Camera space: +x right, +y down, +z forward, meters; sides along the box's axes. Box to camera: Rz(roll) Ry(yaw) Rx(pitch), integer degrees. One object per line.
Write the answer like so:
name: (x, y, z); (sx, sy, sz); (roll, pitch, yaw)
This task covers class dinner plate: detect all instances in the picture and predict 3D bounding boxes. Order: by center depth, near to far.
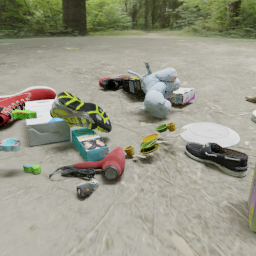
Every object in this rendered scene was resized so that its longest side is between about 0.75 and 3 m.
dinner plate: (2.887, 0.153, 9.978); (2.097, 0.254, 2.097); (0, 24, 0)

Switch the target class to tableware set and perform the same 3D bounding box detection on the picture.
tableware set: (0.761, 0.312, 8.759); (2.003, 0.307, 1.349); (-31, 16, -28)

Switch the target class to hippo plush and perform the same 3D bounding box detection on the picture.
hippo plush: (1.305, -1.452, 11.391); (1.746, 2.192, 1.762); (-24, 47, 22)

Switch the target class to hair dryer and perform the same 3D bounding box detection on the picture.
hair dryer: (-0.867, 0.955, 7.596); (2.201, 0.598, 1.677); (-19, 28, -39)

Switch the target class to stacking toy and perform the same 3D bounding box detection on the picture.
stacking toy: (-3.502, 0.428, 7.327); (2.353, 1.774, 0.553); (0, 22, -1)

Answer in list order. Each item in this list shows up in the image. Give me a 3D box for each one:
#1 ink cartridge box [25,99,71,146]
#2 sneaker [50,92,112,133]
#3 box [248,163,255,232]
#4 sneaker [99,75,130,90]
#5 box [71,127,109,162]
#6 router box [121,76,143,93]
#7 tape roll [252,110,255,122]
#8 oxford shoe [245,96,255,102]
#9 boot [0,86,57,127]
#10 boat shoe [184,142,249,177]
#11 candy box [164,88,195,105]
ink cartridge box: (-2.974, -0.289, 10.210); (1.386, 0.817, 2.407); (-7, 25, -19)
sneaker: (-1.484, -0.376, 9.092); (2.228, 0.851, 0.840); (30, 33, -33)
box: (3.702, 1.100, 5.383); (2.302, 2.025, 1.113); (7, 24, 18)
sneaker: (-0.598, -2.530, 15.728); (1.960, 0.693, 0.958); (-11, 26, -21)
box: (-1.244, 0.492, 8.901); (0.707, 0.422, 1.718); (-11, 25, -24)
router box: (0.879, -2.372, 14.590); (1.950, 0.648, 2.480); (-12, 14, -13)
tape roll: (5.776, -0.403, 11.209); (1.518, 0.277, 1.518); (0, 22, 0)
oxford shoe: (6.203, -1.445, 13.512); (0.389, 0.406, 1.099); (-19, 29, -37)
boot: (-4.252, -0.795, 11.243); (2.947, 1.067, 2.126); (-15, 26, -14)
boat shoe: (2.506, 0.723, 8.102); (0.747, 0.610, 2.021); (-18, 28, -32)
candy box: (2.143, -1.574, 13.447); (1.772, 0.540, 1.208); (10, 24, 39)
